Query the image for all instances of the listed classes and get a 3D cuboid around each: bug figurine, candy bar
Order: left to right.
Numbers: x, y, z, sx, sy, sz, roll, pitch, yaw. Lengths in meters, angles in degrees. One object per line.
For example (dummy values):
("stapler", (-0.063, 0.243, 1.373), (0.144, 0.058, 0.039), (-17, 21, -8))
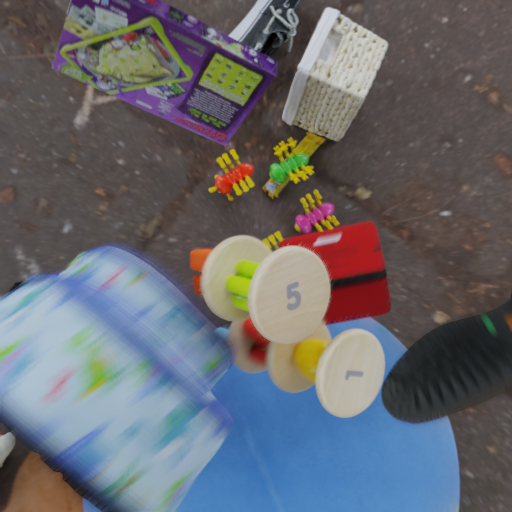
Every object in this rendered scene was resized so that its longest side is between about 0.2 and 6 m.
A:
("bug figurine", (0.341, -0.842, 9.503), (1.783, 0.592, 2.299), (-28, 85, 0))
("candy bar", (0.650, -1.621, 9.913), (0.368, 0.163, 1.475), (35, 79, 20))

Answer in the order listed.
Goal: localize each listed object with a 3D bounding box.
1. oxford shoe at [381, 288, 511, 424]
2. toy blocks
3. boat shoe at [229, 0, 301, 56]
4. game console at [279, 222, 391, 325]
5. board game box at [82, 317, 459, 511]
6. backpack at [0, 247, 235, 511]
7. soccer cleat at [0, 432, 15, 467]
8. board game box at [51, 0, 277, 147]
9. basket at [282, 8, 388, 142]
("oxford shoe", (2.542, 1.136, 5.849), (2.612, 1.103, 0.949), (-26, 36, -5))
("toy blocks", (-0.032, 0.636, 6.306), (0.913, 2.515, 2.096), (-48, 118, -20))
("boat shoe", (0.300, -4.122, 10.087), (0.854, 0.923, 2.500), (38, 80, 12))
("game console", (1.012, 0.267, 7.190), (1.242, 0.737, 1.071), (-12, 72, 8))
("board game box", (0.219, 3.239, 8.441), (5.374, 1.046, 4.246), (-24, 83, 0))
("backpack", (-1.629, 1.268, 6.213), (2.774, 3.031, 2.227), (47, 70, -19))
("soccer cleat", (-4.302, 3.558, 8.533), (0.770, 0.688, 1.986), (43, 88, 4))
("board game box", (-1.268, -2.619, 7.695), (2.708, 1.625, 0.437), (21, 50, -21))
("basket", (1.275, -2.916, 9.384), (1.158, 1.877, 1.272), (24, 78, -1))
